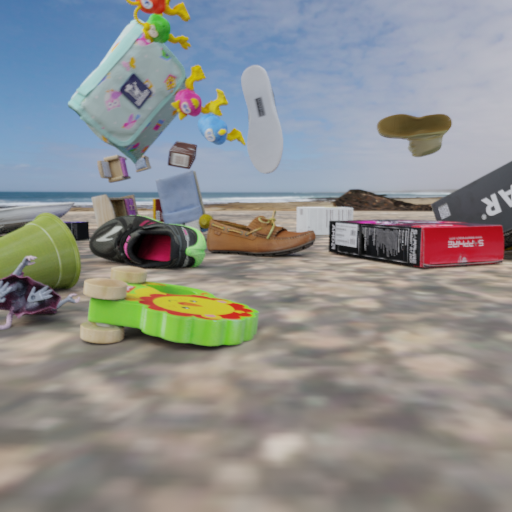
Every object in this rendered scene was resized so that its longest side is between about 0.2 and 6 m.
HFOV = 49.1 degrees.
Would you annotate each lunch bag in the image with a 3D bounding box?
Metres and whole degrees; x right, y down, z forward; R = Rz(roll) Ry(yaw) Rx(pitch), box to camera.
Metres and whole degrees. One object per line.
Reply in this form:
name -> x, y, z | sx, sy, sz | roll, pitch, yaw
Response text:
lunch bag -> -2.530, -3.271, 11.262 | 1.567, 2.189, 2.570 | 40, -2, 5

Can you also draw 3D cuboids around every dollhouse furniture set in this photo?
dollhouse furniture set -> -2.498, -1.523, 13.769 | 2.524, 2.383, 1.647 | -11, 4, 12

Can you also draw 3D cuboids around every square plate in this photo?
square plate -> -6.530, -0.931, 15.262 | 2.655, 0.378, 2.630 | -10, -2, -31

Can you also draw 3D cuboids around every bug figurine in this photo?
bug figurine -> -1.139, -2.845, 8.381 | 0.720, 2.797, 2.169 | -28, 22, -4

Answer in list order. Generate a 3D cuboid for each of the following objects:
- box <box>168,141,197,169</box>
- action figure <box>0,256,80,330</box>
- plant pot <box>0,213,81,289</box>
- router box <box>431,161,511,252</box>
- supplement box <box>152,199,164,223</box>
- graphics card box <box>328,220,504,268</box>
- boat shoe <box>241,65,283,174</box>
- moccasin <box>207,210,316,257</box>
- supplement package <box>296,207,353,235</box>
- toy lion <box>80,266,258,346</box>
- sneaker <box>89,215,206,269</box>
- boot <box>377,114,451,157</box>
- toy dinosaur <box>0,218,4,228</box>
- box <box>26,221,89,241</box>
box -> -1.455, -2.009, 11.123 | 0.452, 0.338, 0.902 | 10, 21, -4
action figure -> -2.025, 0.422, 5.013 | 0.619, 0.688, 0.923 | 42, -18, -9
plant pot -> -2.609, 0.079, 6.244 | 0.933, 0.933, 0.886 | 4, 21, 37
router box -> 5.891, -1.269, 9.692 | 3.429, 1.139, 4.361 | -4, -17, -33
supplement box -> -2.285, -1.092, 15.922 | 1.105, 1.090, 0.734 | 4, 7, 34
graphics card box -> 2.697, -0.278, 9.936 | 1.710, 0.693, 2.725 | -3, 6, -24
boat shoe -> 0.154, -2.542, 10.524 | 0.683, 1.990, 0.563 | -6, 4, 13
moccasin -> 0.071, -0.438, 10.657 | 2.203, 0.851, 0.806 | 4, 7, 33
supplement package -> 2.051, -1.052, 16.803 | 1.502, 0.823, 0.854 | -1, 6, -17
toy lion -> -0.652, 0.436, 4.552 | 1.327, 0.475, 1.384 | 7, 5, -3
sneaker -> -1.853, -0.237, 8.833 | 2.199, 0.844, 0.921 | 2, 2, 29
boot -> 3.353, -2.577, 12.157 | 1.508, 0.544, 1.166 | -2, -17, 6
toy dinosaur -> -6.666, -0.513, 12.915 | 1.081, 0.813, 2.113 | 10, -7, -38
box -> -5.145, -0.647, 14.549 | 1.292, 0.509, 0.912 | 1, 3, 10
